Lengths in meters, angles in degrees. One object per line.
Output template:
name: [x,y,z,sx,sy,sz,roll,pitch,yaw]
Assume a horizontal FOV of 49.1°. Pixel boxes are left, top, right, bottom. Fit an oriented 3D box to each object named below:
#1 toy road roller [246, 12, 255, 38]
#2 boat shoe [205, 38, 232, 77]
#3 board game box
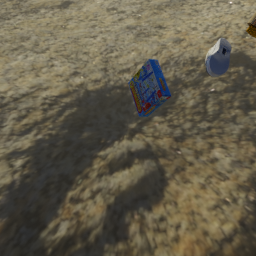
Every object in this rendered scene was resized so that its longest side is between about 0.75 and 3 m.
toy road roller: [3.927,-2.893,7.490,1.183,0.996,1.620,17,24,-45]
boat shoe: [2.160,-1.685,6.970,0.547,0.500,1.521,34,51,-11]
board game box: [0.407,-0.785,5.612,0.237,0.832,0.850,-3,65,-34]
